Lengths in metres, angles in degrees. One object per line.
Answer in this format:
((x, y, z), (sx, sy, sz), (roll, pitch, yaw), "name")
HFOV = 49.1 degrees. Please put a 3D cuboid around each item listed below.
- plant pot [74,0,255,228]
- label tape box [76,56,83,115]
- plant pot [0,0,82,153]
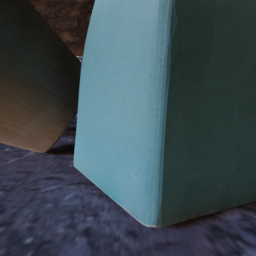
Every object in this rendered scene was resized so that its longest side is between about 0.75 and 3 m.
((0.624, -0.777, 3.491), (2.071, 2.932, 2.072), (-4, 12, -29), "plant pot")
((-1.695, -1.361, 8.877), (2.484, 1.792, 0.786), (15, 18, 38), "label tape box")
((-2.114, -0.936, 4.832), (2.556, 2.946, 2.946), (34, -3, -21), "plant pot")
